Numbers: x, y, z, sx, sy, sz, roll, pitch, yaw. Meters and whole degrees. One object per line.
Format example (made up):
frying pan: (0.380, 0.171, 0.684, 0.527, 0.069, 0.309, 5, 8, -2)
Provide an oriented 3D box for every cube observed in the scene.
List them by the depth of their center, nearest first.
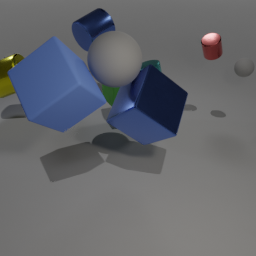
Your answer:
cube: (-1.617, -0.940, 6.566, 1.400, 1.400, 1.400, -34, 70, 10)
cube: (0.518, -0.556, 7.540, 1.400, 1.400, 1.400, -22, 42, 54)
cube: (-0.149, -1.700, 10.764, 1.400, 1.400, 1.400, -10, 27, -20)

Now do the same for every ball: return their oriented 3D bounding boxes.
ball: (-0.336, -1.744, 7.161, 1.400, 1.400, 1.400, 0, 28, 0)
ball: (4.295, -2.233, 10.352, 0.700, 0.700, 0.700, 0, 28, 0)

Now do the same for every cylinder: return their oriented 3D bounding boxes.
cylinder: (0.692, -1.631, 8.556, 0.700, 0.700, 0.700, -13, 28, 7)
cylinder: (3.096, -2.991, 10.319, 0.700, 0.700, 0.700, -12, 52, 16)
cylinder: (-4.710, -2.056, 11.139, 1.400, 1.400, 1.400, -17, 26, 12)
cylinder: (-1.514, -4.317, 12.360, 1.400, 1.400, 1.400, -41, 45, -24)
